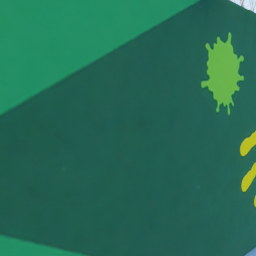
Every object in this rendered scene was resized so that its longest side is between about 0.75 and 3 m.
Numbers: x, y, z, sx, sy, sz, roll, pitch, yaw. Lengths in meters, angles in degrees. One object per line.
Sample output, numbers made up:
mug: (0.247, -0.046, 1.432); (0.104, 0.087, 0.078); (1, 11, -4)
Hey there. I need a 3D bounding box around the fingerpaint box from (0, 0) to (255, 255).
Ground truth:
fingerpaint box: (-0.918, 0.025, 1.436); (2.112, 0.929, 2.531); (-3, 5, -42)
